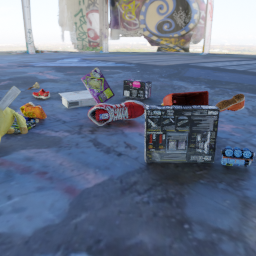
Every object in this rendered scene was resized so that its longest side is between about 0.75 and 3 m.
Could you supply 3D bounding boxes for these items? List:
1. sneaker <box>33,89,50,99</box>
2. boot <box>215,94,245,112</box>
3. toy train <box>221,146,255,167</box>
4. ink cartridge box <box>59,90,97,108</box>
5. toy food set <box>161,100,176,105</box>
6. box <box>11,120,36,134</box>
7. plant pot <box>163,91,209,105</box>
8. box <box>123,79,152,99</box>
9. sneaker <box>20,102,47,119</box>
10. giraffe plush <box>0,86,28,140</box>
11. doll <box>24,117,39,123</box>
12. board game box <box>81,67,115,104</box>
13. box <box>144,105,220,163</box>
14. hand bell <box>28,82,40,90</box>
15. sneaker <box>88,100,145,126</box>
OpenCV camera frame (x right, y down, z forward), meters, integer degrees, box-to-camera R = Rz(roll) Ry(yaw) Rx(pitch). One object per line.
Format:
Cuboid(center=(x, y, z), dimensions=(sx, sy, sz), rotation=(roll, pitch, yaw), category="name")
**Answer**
Cuboid(center=(-5.049, -2.046, 16.383), dimensions=(1.219, 0.517, 0.469), rotation=(9, 21, 23), category="sneaker")
Cuboid(center=(3.289, -0.675, 9.023), dimensions=(0.987, 0.529, 0.370), rotation=(-21, 43, 8), category="boot")
Cuboid(center=(3.204, 0.851, 8.241), dimensions=(0.933, 0.533, 0.404), rotation=(5, 17, 14), category="toy train")
Cuboid(center=(-2.558, -1.619, 15.301), dimensions=(2.087, 0.454, 1.811), rotation=(-10, 21, -26), category="ink cartridge box")
Cuboid(center=(1.785, -0.846, 12.682), dimensions=(1.033, 0.574, 1.757), rotation=(-39, 5, 35), category="toy food set")
Cuboid(center=(-4.389, -0.060, 11.263), dimensions=(0.983, 0.234, 0.950), rotation=(5, 22, 12), category="box")
Cuboid(center=(2.184, -0.698, 11.306), dimensions=(1.571, 1.572, 1.386), rotation=(-6, 11, -16), category="plant pot")
Cuboid(center=(0.547, -2.275, 16.336), dimensions=(1.484, 0.981, 0.852), rotation=(12, 19, 32), category="box")
Cuboid(center=(-4.249, -0.668, 12.613), dimensions=(0.721, 0.682, 1.869), rotation=(-38, 33, -30), category="sneaker")
Cuboid(center=(-4.683, -0.099, 8.785), dimensions=(2.861, 2.469, 2.320), rotation=(-39, 13, -26), category="giraffe plush")
Cuboid(center=(-4.208, -0.366, 11.843), dimensions=(0.860, 0.208, 0.587), rotation=(7, 12, -35), category="doll")
Cuboid(center=(-1.382, -1.906, 13.065), dimensions=(0.950, 1.583, 0.256), rotation=(-39, 29, -15), category="board game box")
Cuboid(center=(1.572, 0.179, 8.411), dimensions=(2.135, 1.683, 0.531), rotation=(0, 18, 1), category="box")
Cuboid(center=(-6.345, -2.717, 18.666), dimensions=(0.410, 0.410, 0.788), rotation=(16, 36, 37), category="hand bell")
Cuboid(center=(-0.518, -0.637, 11.911), dimensions=(2.432, 0.866, 1.368), rotation=(-2, 14, 17), category="sneaker")
